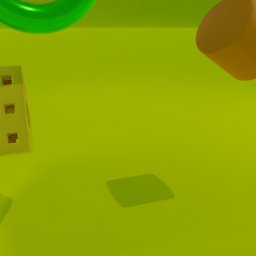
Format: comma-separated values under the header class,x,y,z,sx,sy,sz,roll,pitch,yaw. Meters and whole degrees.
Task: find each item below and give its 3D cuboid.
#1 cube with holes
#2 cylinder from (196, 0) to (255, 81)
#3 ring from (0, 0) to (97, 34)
class,x,y,z,sx,sy,sz,roll,pitch,yaw
cube with holes,-1.924,-0.142,3.810,1.074,1.074,1.074,-6,-4,-16
cylinder,1.609,-1.274,4.056,0.900,0.900,0.900,24,7,-33
ring,-1.008,-1.868,2.977,1.666,1.666,0.333,-10,28,-24
